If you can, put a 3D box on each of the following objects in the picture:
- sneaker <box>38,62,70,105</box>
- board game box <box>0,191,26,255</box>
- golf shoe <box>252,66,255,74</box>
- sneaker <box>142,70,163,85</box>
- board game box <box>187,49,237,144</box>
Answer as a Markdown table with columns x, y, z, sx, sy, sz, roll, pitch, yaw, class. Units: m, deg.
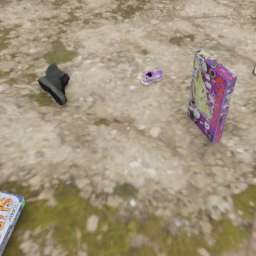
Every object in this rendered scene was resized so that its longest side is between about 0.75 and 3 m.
| x | y | z | sx | sy | sz | roll | pitch | yaw | class |
| --- | --- | --- | --- | --- | --- | --- | --- | --- | --- |
| -2.951 | -1.946 | 11.943 | 1.257 | 0.724 | 2.411 | -36 | 52 | -23 | sneaker |
| -4.018 | 2.808 | 7.373 | 1.680 | 0.428 | 2.481 | 14 | 49 | -2 | board game box |
| 6.382 | -2.660 | 12.758 | 1.424 | 0.554 | 0.673 | -15 | 48 | -12 | golf shoe |
| 1.123 | -2.354 | 12.485 | 1.178 | 0.521 | 0.474 | -30 | 52 | -27 | sneaker |
| 2.735 | -0.990 | 9.538 | 0.466 | 2.888 | 1.734 | -24 | 50 | -15 | board game box |
